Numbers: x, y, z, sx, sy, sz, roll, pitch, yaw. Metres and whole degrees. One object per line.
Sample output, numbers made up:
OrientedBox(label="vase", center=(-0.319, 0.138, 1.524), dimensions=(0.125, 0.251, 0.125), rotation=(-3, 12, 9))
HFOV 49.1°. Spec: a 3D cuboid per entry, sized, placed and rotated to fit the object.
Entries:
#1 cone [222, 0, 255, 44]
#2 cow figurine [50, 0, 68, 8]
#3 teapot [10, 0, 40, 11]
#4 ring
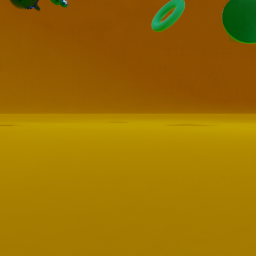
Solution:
OrientedBox(label="cone", center=(3.297, -2.887, 8.310), dimensions=(1.459, 1.459, 1.464), rotation=(0, -8, 1))
OrientedBox(label="cow figurine", center=(-1.996, -3.690, 7.560), dimensions=(0.974, 0.543, 0.990), rotation=(38, 23, 4))
OrientedBox(label="teapot", center=(-3.024, -3.932, 8.217), dimensions=(0.722, 0.917, 1.476), rotation=(35, -3, 17))
OrientedBox(label="ring", center=(1.465, -4.164, 10.332), dimensions=(0.292, 1.460, 1.460), rotation=(38, -18, -30))
